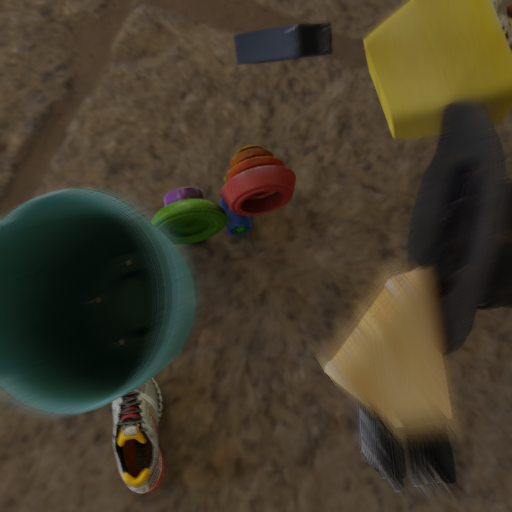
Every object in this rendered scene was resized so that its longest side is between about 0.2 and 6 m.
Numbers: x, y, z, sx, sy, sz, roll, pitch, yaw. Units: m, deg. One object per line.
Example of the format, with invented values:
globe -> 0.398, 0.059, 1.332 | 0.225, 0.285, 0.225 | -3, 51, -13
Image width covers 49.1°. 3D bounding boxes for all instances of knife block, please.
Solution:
knife block -> 2.031, 1.657, 7.064 | 2.069, 0.754, 2.357 | 38, 83, 1

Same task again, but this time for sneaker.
sneaker -> -1.896, 2.687, 8.957 | 0.805, 0.850, 2.068 | -13, 69, -5

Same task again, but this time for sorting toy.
sorting toy -> -0.622, -1.140, 10.000 | 2.743, 1.648, 1.126 | -19, 69, 13

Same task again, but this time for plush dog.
plush dog -> 4.881, -4.778, 11.824 | 1.214, 1.134, 1.413 | 21, 99, -7

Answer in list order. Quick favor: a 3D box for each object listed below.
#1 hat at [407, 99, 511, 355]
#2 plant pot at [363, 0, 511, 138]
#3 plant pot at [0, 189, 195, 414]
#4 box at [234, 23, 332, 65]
hat -> 3.059, -0.348, 7.329 | 1.374, 3.406, 3.406 | 5, 70, 2
plant pot -> 2.767, -2.920, 8.803 | 1.771, 2.008, 2.008 | -18, 84, 14
plant pot -> -1.757, 0.545, 6.575 | 2.283, 1.832, 2.283 | -1, 83, 11
box -> 0.363, -2.898, 7.670 | 1.099, 0.434, 0.776 | 12, 23, 43
